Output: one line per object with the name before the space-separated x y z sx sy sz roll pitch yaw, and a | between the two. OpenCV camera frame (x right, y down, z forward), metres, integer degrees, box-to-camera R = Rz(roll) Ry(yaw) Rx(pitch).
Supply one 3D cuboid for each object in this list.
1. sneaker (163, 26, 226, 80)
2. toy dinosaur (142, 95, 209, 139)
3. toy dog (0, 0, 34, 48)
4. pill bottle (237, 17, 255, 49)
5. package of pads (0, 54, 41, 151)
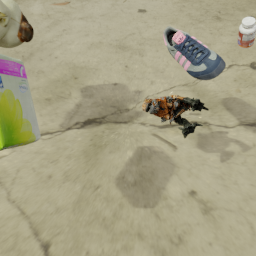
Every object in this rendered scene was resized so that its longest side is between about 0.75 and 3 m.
sneaker | 1.469 -1.867 6.814 0.761 0.889 2.168 -45 36 6
toy dinosaur | 1.219 -0.519 6.825 1.824 0.932 1.238 -26 40 -28
toy dog | -3.548 -2.588 7.023 1.728 2.401 2.477 -1 20 27
pill bottle | 3.098 -2.477 7.285 0.421 0.751 0.421 -7 57 11
package of pads | -2.205 -0.457 4.916 0.569 1.669 1.289 -13 1 11
